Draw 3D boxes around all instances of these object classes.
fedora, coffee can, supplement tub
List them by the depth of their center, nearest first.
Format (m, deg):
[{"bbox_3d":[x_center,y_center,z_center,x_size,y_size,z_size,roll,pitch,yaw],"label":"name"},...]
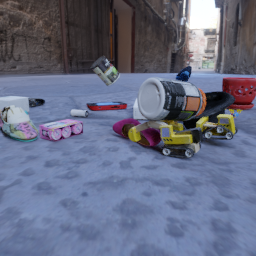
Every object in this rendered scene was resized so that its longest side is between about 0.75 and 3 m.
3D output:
[{"bbox_3d":[1.354,-0.821,8.358,1.986,1.217,1.217,1,11,-39],"label":"supplement tub"},{"bbox_3d":[2.754,-0.475,10.145,2.344,1.071,2.344,-15,20,6],"label":"fedora"},{"bbox_3d":[-0.894,-2.259,11.121,0.723,0.988,0.723,-33,29,21],"label":"coffee can"}]

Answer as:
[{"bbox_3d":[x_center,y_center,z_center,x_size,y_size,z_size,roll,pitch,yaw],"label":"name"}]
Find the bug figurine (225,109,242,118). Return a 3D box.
[{"bbox_3d":[4.422,-0.645,12.713,1.524,0.392,1.182,4,8,33],"label":"bug figurine"}]

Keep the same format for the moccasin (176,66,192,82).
[{"bbox_3d":[2.233,-2.051,10.828,0.530,0.449,1.317,33,-4,-6],"label":"moccasin"}]

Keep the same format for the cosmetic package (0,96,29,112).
[{"bbox_3d":[-5.793,-1.104,13.749,1.257,0.775,1.261,6,17,25],"label":"cosmetic package"}]

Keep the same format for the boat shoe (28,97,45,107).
[{"bbox_3d":[-5.247,-1.399,15.496,0.542,0.572,1.635,5,7,26],"label":"boat shoe"}]

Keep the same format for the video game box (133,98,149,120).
[{"bbox_3d":[1.562,-0.952,13.416,2.508,0.644,2.753,-1,14,5],"label":"video game box"}]

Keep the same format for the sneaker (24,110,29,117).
[{"bbox_3d":[-4.809,-0.483,11.558,1.592,0.634,0.617,1,14,9],"label":"sneaker"}]

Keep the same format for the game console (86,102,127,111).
[{"bbox_3d":[-1.171,-1.260,15.318,2.017,0.313,1.784,-4,15,-16],"label":"game console"}]

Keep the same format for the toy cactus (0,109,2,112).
[{"bbox_3d":[-6.367,-0.693,12.155,1.865,1.156,2.261,15,6,-20],"label":"toy cactus"}]

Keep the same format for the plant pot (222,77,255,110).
[{"bbox_3d":[5.958,-1.884,15.029,1.808,1.647,1.808,0,15,0],"label":"plant pot"}]

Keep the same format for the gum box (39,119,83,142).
[{"bbox_3d":[-2.326,0.064,9.730,0.783,0.456,1.379,10,17,36],"label":"gum box"}]

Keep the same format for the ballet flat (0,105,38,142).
[{"bbox_3d":[-4.051,-0.288,10.015,0.979,1.008,2.832,-11,18,-36],"label":"ballet flat"}]

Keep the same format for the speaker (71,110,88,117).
[{"bbox_3d":[-2.255,-0.684,12.997,0.791,0.321,0.321,5,15,19],"label":"speaker"}]

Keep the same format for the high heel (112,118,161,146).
[{"bbox_3d":[0.157,0.205,9.049,2.071,0.698,0.994,12,29,31],"label":"high heel"}]

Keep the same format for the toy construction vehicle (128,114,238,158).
[{"bbox_3d":[1.681,0.004,8.559,2.685,0.946,2.338,3,18,36],"label":"toy construction vehicle"}]
